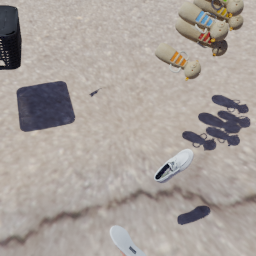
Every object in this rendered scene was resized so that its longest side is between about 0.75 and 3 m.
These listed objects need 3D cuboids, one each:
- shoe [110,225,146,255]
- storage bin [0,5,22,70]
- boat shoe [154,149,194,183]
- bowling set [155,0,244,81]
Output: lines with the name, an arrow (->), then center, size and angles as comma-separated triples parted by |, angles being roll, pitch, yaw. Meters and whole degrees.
shoe -> -0.054, 2.137, 4.992 | 0.859, 0.391, 0.307 | 46, 49, 5
storage bin -> -3.603, -2.446, 7.412 | 1.381, 0.958, 2.043 | -5, 43, -15
boat shoe -> 0.858, 0.722, 5.355 | 0.899, 0.308, 0.324 | -38, 64, 15
bowling set -> 1.833, -2.347, 6.027 | 1.366, 1.771, 2.544 | 34, 73, 3
